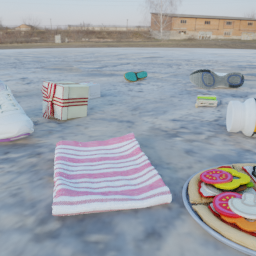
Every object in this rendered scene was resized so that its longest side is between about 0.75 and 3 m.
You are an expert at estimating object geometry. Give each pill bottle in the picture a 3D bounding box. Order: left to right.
[{"bbox_3d":[3.629,-0.269,7.448,1.801,1.048,1.048,3,20,9],"label":"pill bottle"}]

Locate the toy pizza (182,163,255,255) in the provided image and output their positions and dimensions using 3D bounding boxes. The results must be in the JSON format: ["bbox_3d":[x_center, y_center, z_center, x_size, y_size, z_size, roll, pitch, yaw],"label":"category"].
[{"bbox_3d":[2.204,1.095,4.518,2.601,0.412,2.601,0,19,0],"label":"toy pizza"}]

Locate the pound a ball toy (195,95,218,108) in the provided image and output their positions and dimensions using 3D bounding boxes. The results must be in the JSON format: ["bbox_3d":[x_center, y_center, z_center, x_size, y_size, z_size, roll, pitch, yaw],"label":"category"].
[{"bbox_3d":[2.904,-0.920,10.514,0.837,0.356,0.546,1,45,3],"label":"pound a ball toy"}]

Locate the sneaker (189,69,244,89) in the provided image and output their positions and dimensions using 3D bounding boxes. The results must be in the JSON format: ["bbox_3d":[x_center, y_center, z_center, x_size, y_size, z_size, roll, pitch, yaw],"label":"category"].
[{"bbox_3d":[4.334,-2.364,13.973,2.604,0.970,1.134,7,7,1],"label":"sneaker"}]

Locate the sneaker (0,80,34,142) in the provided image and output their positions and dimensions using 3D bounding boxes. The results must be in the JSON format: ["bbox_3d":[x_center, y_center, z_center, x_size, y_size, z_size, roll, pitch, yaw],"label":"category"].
[{"bbox_3d":[-3.518,-0.523,7.584,1.097,1.459,2.929,-16,27,-40],"label":"sneaker"}]

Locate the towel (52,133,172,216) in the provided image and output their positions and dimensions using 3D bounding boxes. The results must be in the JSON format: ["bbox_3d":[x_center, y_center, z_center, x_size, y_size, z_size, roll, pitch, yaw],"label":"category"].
[{"bbox_3d":[-0.487,0.758,5.527,1.939,0.396,2.650,-5,20,-11],"label":"towel"}]

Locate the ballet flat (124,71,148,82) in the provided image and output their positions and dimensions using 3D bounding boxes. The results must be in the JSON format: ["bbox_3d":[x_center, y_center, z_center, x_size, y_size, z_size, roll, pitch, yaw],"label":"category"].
[{"bbox_3d":[0.349,-2.844,15.767,1.803,0.619,0.568,-13,-5,-40],"label":"ballet flat"}]

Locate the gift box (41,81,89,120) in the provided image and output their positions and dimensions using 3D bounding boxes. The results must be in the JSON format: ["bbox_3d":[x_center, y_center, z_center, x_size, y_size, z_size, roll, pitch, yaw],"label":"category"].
[{"bbox_3d":[-2.163,-0.901,9.160,1.312,1.211,1.225,12,15,38],"label":"gift box"}]

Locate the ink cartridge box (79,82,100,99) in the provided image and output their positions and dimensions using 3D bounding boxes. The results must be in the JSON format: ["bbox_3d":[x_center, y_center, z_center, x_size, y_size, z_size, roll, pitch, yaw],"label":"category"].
[{"bbox_3d":[-1.650,-1.618,12.002,0.805,0.582,0.585,17,26,40],"label":"ink cartridge box"}]
